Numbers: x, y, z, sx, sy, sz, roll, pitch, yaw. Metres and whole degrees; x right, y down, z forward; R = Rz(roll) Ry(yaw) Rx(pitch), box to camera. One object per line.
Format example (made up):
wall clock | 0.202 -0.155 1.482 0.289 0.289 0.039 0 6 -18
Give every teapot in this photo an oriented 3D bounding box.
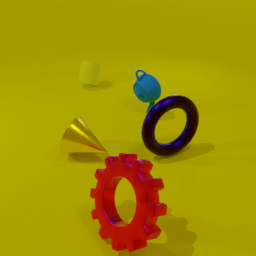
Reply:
teapot | 0.579 -1.186 9.048 0.765 1.562 0.971 -37 33 -23

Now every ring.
ring | 1.120 -0.038 7.278 1.712 1.712 0.342 -15 31 -22

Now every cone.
cone | -1.005 0.416 7.357 1.094 1.090 1.090 24 39 14

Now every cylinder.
cylinder | -1.505 -2.190 11.153 0.831 0.831 0.831 13 10 -2

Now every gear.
gear | -0.062 1.339 5.171 0.318 1.719 1.719 8 21 -43
